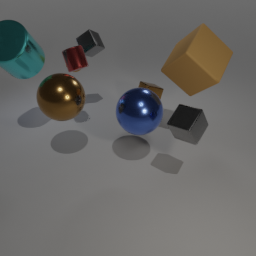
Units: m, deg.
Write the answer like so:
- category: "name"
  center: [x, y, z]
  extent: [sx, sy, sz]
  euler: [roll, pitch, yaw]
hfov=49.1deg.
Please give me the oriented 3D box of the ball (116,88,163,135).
- category: "ball"
  center: [0.337, -0.486, 8.253]
  extent: [1.400, 1.400, 1.400]
  euler: [0, 32, 0]

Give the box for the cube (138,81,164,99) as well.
- category: "cube"
  center: [0.807, -1.309, 10.669]
  extent: [0.700, 0.700, 0.700]
  euler: [6, 20, -30]

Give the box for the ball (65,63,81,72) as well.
- category: "ball"
  center: [-2.096, -2.545, 10.976]
  extent: [0.700, 0.700, 0.700]
  euler: [0, 32, 0]

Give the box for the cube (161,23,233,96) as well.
- category: "cube"
  center: [2.197, -2.131, 8.993]
  extent: [1.400, 1.400, 1.400]
  euler: [-59, 16, -25]

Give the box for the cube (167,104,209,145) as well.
- category: "cube"
  center: [1.557, -0.094, 7.278]
  extent: [0.700, 0.700, 0.700]
  euler: [20, 68, 40]

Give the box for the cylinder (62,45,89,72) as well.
- category: "cylinder"
  center: [-1.737, -2.275, 9.233]
  extent: [0.700, 0.700, 0.700]
  euler: [-17, 11, 4]

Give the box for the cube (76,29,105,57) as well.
- category: "cube"
  center: [-1.440, -3.237, 10.761]
  extent: [0.700, 0.700, 0.700]
  euler: [-27, -5, 24]

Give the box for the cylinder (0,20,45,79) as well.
- category: "cylinder"
  center: [-3.579, -2.455, 8.948]
  extent: [1.400, 1.400, 1.400]
  euler: [4, -11, 6]

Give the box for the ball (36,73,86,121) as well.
- category: "ball"
  center: [-1.951, -0.899, 8.211]
  extent: [1.400, 1.400, 1.400]
  euler: [0, 32, 0]
